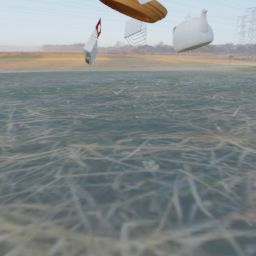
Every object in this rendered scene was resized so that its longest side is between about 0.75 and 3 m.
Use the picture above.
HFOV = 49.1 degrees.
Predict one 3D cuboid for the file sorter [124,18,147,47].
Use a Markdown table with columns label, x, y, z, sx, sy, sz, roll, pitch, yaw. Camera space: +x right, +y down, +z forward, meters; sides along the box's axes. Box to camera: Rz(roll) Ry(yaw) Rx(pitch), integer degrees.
| label | x | y | z | sx | sy | sz | roll | pitch | yaw |
| --- | --- | --- | --- | --- | --- | --- | --- | --- | --- |
| file sorter | 0.344 | -3.889 | 11.314 | 0.734 | 0.659 | 1.058 | -15 | 50 | 25 |

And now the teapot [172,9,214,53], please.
| label | x | y | z | sx | sy | sz | roll | pitch | yaw |
| --- | --- | --- | --- | --- | --- | --- | --- | --- | --- |
| teapot | 2.504 | -3.838 | 11.202 | 1.763 | 1.287 | 1.740 | -14 | 6 | 24 |

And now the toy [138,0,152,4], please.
| label | x | y | z | sx | sy | sz | roll | pitch | yaw |
| --- | --- | --- | --- | --- | --- | --- | --- | --- | --- |
| toy | 0.562 | -2.864 | 5.616 | 1.311 | 0.755 | 0.309 | -30 | -14 | -17 |

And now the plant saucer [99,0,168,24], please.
| label | x | y | z | sx | sy | sz | roll | pitch | yaw |
| --- | --- | --- | --- | --- | --- | --- | --- | --- | --- |
| plant saucer | 0.010 | -3.573 | 8.064 | 2.305 | 0.431 | 2.305 | 21 | 12 | -5 |

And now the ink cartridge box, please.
| label | x | y | z | sx | sy | sz | roll | pitch | yaw |
| --- | --- | --- | --- | --- | --- | --- | --- | --- | --- |
| ink cartridge box | -1.018 | -2.731 | 8.898 | 0.348 | 1.221 | 0.992 | 30 | -13 | 1 |
